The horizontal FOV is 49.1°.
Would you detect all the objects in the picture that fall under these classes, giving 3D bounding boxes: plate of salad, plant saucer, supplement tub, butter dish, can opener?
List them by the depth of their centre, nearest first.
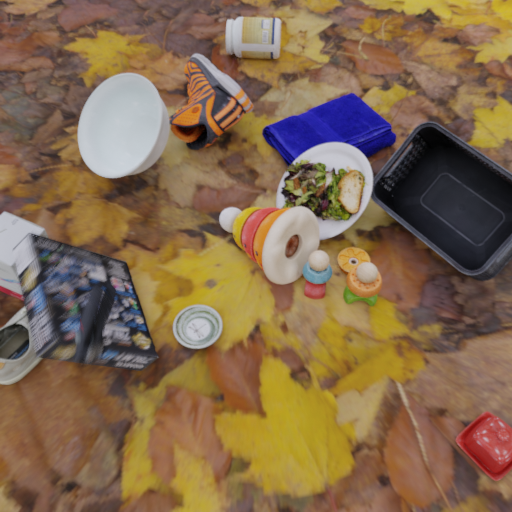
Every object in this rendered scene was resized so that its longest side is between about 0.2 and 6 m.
[{"bbox_3d":[-2.204,0.908,7.530,0.439,1.385,0.544,-20,55,-44],"label":"can opener"},{"bbox_3d":[3.658,2.812,8.525,0.836,0.620,0.838,-32,61,-20],"label":"butter dish"},{"bbox_3d":[-1.023,1.282,9.877,0.867,0.218,0.867,0,55,0],"label":"plant saucer"},{"bbox_3d":[1.257,-1.325,11.038,2.109,0.507,2.109,-13,66,30],"label":"plate of salad"},{"bbox_3d":[-0.066,-5.588,14.358,1.360,0.982,0.982,4,54,2],"label":"supplement tub"}]

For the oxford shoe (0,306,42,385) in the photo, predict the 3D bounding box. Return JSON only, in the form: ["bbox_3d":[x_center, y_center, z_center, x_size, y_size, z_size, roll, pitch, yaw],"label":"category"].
[{"bbox_3d":[-3.667,1.036,9.735,0.986,0.758,2.623,24,57,19],"label":"oxford shoe"}]

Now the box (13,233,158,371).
[{"bbox_3d":[-2.757,0.787,9.167,0.525,2.112,2.097,-39,57,21],"label":"box"}]

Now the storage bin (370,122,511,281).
[{"bbox_3d":[3.689,-0.986,10.376,2.666,1.250,1.802,45,106,28],"label":"storage bin"}]

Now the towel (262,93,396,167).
[{"bbox_3d":[1.634,-2.753,12.530,2.550,0.632,1.883,-25,59,-17],"label":"towel"}]

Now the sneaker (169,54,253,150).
[{"bbox_3d":[-1.392,-3.495,12.733,1.689,1.169,3.015,-42,37,2],"label":"sneaker"}]

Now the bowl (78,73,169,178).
[{"bbox_3d":[-2.486,-2.492,11.245,2.081,0.935,2.081,-3,83,26],"label":"bowl"}]

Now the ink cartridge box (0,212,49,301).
[{"bbox_3d":[-4.277,0.053,10.098,0.932,1.289,0.937,21,57,14],"label":"ink cartridge box"}]

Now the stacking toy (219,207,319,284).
[{"bbox_3d":[0.062,-0.436,10.699,2.025,1.479,1.479,24,55,40],"label":"stacking toy"}]

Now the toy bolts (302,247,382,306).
[{"bbox_3d":[1.550,0.168,10.204,1.403,0.973,1.340,2,53,2],"label":"toy bolts"}]
